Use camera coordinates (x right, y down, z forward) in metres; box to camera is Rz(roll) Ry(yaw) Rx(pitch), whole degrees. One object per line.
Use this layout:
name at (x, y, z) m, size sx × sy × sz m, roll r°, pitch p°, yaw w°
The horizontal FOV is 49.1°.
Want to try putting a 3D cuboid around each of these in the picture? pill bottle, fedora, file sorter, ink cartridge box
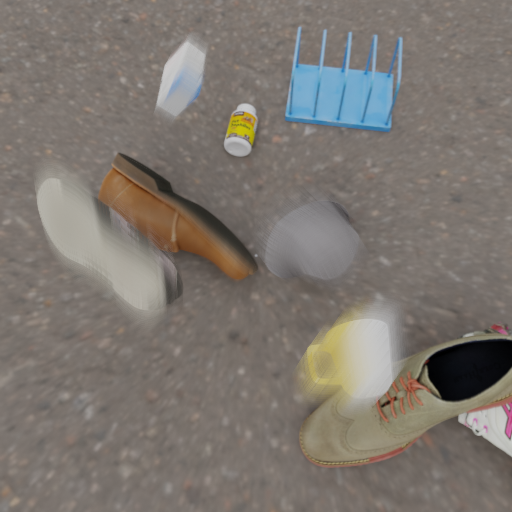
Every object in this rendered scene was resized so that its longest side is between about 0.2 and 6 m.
pill bottle at (-0.287, -2.547, 11.270) m, size 0.552 × 0.552 × 1.010 m, roll 9°, pitch 63°, yaw 5°
fedora at (1.059, -0.116, 9.265) m, size 1.711 × 1.513 × 0.772 m, roll -11°, pitch 39°, yaw -38°
file sorter at (1.784, -3.632, 11.392) m, size 2.176 × 1.335 × 1.510 m, roll 7°, pitch 64°, yaw 3°
ink cartridge box at (-1.285, -3.038, 9.632) m, size 0.420 × 0.727 × 0.996 m, roll 27°, pitch 53°, yaw -32°

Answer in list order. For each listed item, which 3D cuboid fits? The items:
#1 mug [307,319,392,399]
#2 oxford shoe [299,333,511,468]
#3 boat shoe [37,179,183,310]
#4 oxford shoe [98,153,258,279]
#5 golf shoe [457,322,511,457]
mug at (1.209, 1.312, 6.816) m, size 0.964 × 0.772 × 0.791 m, roll -22°, pitch 57°, yaw 24°
oxford shoe at (2.145, 1.975, 8.097) m, size 3.631 × 1.358 × 1.279 m, roll -29°, pitch 58°, yaw 9°
boat shoe at (-2.060, -0.148, 7.860) m, size 2.550 × 0.727 × 0.852 m, roll 40°, pitch 104°, yaw 17°
oxford shoe at (-1.442, -0.471, 10.095) m, size 3.344 × 1.193 × 1.192 m, roll 36°, pitch 98°, yaw 15°
golf shoe at (3.839, 2.541, 8.521) m, size 1.334 × 1.052 × 2.898 m, roll -24°, pitch 60°, yaw 12°
